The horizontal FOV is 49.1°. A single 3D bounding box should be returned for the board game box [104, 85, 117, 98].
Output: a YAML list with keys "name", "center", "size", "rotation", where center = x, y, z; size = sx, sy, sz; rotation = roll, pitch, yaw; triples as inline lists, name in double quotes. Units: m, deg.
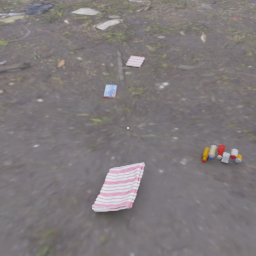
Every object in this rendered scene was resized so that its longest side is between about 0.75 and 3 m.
- name: "board game box"
  center: [-0.621, -1.308, 9.957]
  size: [0.403, 0.076, 0.783]
  rotation: [1, 38, 3]

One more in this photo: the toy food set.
- name: "toy food set"
  center: [2.380, 0.729, 7.097]
  size: [0.936, 0.447, 0.421]
  rotation: [16, 54, 18]

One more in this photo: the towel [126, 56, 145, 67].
- name: "towel"
  center: [0.325, -2.795, 11.821]
  size: [0.614, 0.125, 0.839]
  rotation: [10, 42, 14]

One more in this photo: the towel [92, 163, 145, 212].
- name: "towel"
  center: [-0.185, 1.255, 6.124]
  size: [0.939, 0.192, 1.283]
  rotation: [-14, 31, 28]
